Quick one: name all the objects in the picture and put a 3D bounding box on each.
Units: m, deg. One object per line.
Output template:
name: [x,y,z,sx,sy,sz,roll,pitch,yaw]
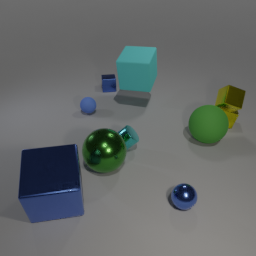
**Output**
ball: [2.907,-0.141,10.141,1.400,1.400,1.400,0,32,0]
cube: [-1.926,1.431,7.261,1.400,1.400,1.400,-6,50,-9]
ball: [-1.716,-0.988,12.070,0.700,0.700,0.700,0,32,0]
cylinder: [-0.091,0.372,9.727,0.700,0.700,0.700,-37,25,20]
ball: [-0.738,0.705,8.786,1.400,1.400,1.400,0,32,0]
cube: [3.940,-0.518,11.279,0.700,0.700,0.700,17,33,0]
ball: [1.519,1.847,7.566,0.700,0.700,0.700,0,32,0]
cube: [3.658,-1.047,10.052,0.700,0.700,0.700,18,-9,-9]
cube: [0.419,-2.545,12.021,1.400,1.400,1.400,7,44,16]
cube: [-0.976,-2.286,14.283,0.700,0.700,0.700,-5,32,-6]
